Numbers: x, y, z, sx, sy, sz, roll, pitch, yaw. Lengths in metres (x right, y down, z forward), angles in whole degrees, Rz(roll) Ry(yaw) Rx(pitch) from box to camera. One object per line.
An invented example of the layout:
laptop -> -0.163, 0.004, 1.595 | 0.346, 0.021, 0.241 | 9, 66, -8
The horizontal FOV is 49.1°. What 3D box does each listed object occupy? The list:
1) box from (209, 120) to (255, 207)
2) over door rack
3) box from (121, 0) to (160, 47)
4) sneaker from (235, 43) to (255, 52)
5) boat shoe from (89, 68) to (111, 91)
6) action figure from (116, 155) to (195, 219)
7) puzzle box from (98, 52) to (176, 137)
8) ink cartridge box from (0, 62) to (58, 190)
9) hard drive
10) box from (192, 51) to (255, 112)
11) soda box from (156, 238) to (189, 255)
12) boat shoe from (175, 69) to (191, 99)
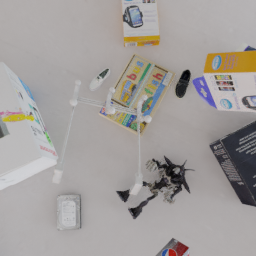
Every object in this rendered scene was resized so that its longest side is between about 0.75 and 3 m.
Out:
box -> 3.802, 0.854, 8.010 | 2.016, 1.204, 2.050 | -26, 80, -5
over door rack -> -0.425, 0.065, 5.598 | 1.665, 0.751, 2.254 | 12, 58, -11
box -> 0.398, -3.715, 9.360 | 1.187, 0.413, 1.994 | -3, 76, 0
sneaker -> 3.663, -1.453, 8.620 | 1.662, 0.915, 2.270 | 37, 76, 11
boat shoe -> -0.923, -1.594, 8.968 | 0.335, 0.305, 0.912 | 38, 81, 7
action figure -> 0.887, 1.598, 7.914 | 2.277, 1.162, 1.353 | -33, 73, -4
puzzle box -> 0.296, -1.082, 8.868 | 1.558, 0.298, 2.342 | 27, 80, 6
ink cartridge box -> -3.500, 0.098, 7.752 | 2.002, 2.011, 2.741 | -25, 80, -5
hard drive -> -1.729, 2.464, 8.215 | 0.694, 0.188, 0.993 | -2, 78, -1
box -> 2.819, -0.899, 5.763 | 2.801, 1.668, 0.581 | 8, 70, 32
soda box -> 0.700, 2.822, 5.594 | 0.452, 0.409, 1.290 | 20, 37, 41
boat shoe -> 1.757, -1.415, 8.931 | 0.380, 0.317, 1.018 | 20, 81, 2
